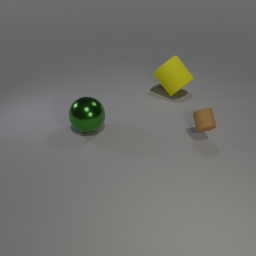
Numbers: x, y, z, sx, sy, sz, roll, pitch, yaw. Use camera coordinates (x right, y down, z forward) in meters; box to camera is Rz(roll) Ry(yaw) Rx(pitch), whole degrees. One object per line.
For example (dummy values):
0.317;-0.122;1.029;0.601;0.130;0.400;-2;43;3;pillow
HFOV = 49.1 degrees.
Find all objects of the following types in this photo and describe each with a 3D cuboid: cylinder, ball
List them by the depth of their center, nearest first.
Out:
2.773;-0.285;10.141;0.700;0.700;0.700;-7;75;-11;cylinder
-1.572;-0.506;10.770;1.400;1.400;1.400;0;31;0;ball
2.202;-2.519;13.579;1.400;1.400;1.400;52;44;0;cylinder
